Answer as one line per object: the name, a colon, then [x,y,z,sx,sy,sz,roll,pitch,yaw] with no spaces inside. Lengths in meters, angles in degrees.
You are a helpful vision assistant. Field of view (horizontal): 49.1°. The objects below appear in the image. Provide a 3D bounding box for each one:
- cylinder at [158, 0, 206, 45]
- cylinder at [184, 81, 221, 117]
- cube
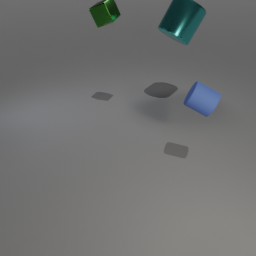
cylinder: [2.101,-4.206,10.984,1.400,1.400,1.400,28,14,-8]
cylinder: [1.934,-0.761,7.336,0.700,0.700,0.700,29,33,-1]
cube: [-0.807,-4.069,9.835,0.700,0.700,0.700,-7,35,33]
